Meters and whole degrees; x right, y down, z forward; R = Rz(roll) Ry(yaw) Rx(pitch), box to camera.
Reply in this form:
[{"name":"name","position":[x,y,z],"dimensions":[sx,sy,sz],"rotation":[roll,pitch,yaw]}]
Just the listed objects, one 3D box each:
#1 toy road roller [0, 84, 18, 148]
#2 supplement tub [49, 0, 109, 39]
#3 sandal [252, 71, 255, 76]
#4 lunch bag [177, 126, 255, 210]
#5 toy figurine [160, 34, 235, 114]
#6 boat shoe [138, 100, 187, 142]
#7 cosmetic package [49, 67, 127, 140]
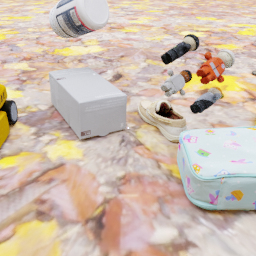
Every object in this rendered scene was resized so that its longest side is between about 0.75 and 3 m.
[{"name":"toy road roller","position":[-4.298,-0.602,7.757],"dimensions":[1.654,1.964,2.691],"rotation":[-2,31,-4]},{"name":"supplement tub","position":[-1.624,-3.704,9.209],"dimensions":[1.814,1.273,1.273],"rotation":[0,24,43]},{"name":"sandal","position":[6.056,-2.417,12.425],"dimensions":[0.461,0.308,1.127],"rotation":[-21,37,-31]},{"name":"lunch bag","position":[2.530,0.791,6.344],"dimensions":[2.688,1.036,2.156],"rotation":[-1,28,-2]},{"name":"toy figurine","position":[1.697,-1.348,7.002],"dimensions":[1.135,1.605,1.631],"rotation":[-38,55,-26]},{"name":"boat shoe","position":[1.073,-0.468,8.657],"dimensions":[0.872,0.818,2.364],"rotation":[-16,34,-24]},{"name":"cosmetic package","position":[-1.375,-0.921,8.998],"dimensions":[1.566,1.322,2.931],"rotation":[-14,31,-29]}]
